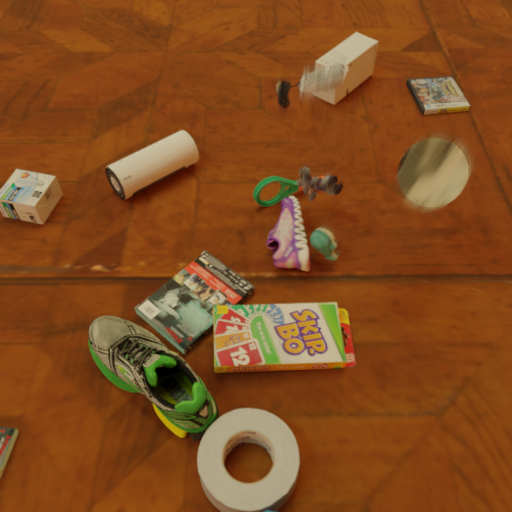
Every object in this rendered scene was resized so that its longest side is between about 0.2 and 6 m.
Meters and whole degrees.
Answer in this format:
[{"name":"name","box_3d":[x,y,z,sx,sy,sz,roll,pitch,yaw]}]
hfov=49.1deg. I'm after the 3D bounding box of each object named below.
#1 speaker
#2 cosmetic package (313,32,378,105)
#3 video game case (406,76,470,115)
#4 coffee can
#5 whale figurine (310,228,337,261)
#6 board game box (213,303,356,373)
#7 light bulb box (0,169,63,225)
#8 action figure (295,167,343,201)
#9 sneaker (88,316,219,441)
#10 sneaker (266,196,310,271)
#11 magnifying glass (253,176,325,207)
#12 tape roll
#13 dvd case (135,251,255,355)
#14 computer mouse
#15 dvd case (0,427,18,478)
[{"name":"speaker","box_3d":[-2.171,-1.948,11.859,1.901,0.772,0.772,-33,58,-24]},{"name":"cosmetic package","box_3d":[2.223,-4.682,13.959,0.717,0.998,1.768,35,61,25]},{"name":"video game case","box_3d":[4.508,-4.009,13.929,1.201,0.169,1.329,-6,51,-4]},{"name":"coffee can","box_3d":[2.810,-1.295,8.840,1.006,1.006,1.375,20,13,16]},{"name":"whale figurine","box_3d":[1.251,-0.169,10.398,0.362,0.698,0.555,-40,30,-25]},{"name":"board game box","box_3d":[0.466,1.349,9.384,2.347,0.352,1.121,0,57,-7]},{"name":"light bulb box","box_3d":[-4.609,-1.207,11.384,0.916,0.572,0.908,11,52,9]},{"name":"action figure","box_3d":[1.100,-1.354,10.484,1.021,0.665,0.354,11,48,48]},{"name":"sneaker","box_3d":[-1.622,1.665,8.696,2.627,1.119,1.025,31,57,23]},{"name":"sneaker","box_3d":[0.556,-0.433,10.727,0.765,0.696,1.730,-9,51,4]},{"name":"magnifying glass","box_3d":[0.705,-1.412,11.595,1.681,0.669,0.188,-16,49,-26]},{"name":"tape roll","box_3d":[-0.108,2.962,8.048,1.453,0.480,1.453,0,50,0]},{"name":"dvd case","box_3d":[-1.078,0.782,10.013,1.292,0.195,1.769,34,58,25]},{"name":"computer mouse","box_3d":[0.999,-3.004,9.869,1.320,0.290,0.724,-15,40,9]},{"name":"dvd case","box_3d":[-4.404,2.979,8.245,1.452,0.160,1.060,4,51,5]}]
